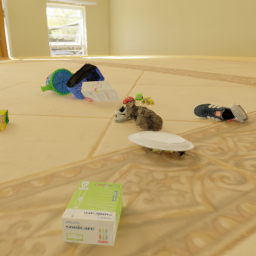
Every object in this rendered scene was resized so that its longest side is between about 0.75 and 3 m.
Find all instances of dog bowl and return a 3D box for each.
[{"bbox_3d":[4.950,-0.675,12.454,0.286,0.975,0.975,-39,-3,32],"label":"dog bowl"}]

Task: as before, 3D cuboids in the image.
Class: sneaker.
[{"bbox_3d":[3.933,-0.700,12.635,1.939,0.727,0.820,4,15,10],"label":"sneaker"},{"bbox_3d":[-0.066,-0.724,12.845,0.560,0.669,1.511,11,20,32],"label":"sneaker"}]

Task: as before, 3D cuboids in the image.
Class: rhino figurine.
[{"bbox_3d":[0.563,-0.515,11.734,1.241,0.848,2.838,26,8,-23],"label":"rhino figurine"}]

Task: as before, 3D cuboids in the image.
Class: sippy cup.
[{"bbox_3d":[-4.495,-2.961,18.131,2.195,1.724,1.609,11,-2,-37],"label":"sippy cup"}]

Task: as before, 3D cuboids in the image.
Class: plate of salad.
[{"bbox_3d":[1.080,0.534,9.371,2.211,0.531,2.211,7,11,-1],"label":"plate of salad"}]

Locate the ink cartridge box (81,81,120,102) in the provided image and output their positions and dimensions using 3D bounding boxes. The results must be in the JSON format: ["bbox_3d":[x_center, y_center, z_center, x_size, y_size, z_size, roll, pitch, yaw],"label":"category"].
[{"bbox_3d":[-1.448,-2.011,15.362,1.911,0.645,1.113,0,-25,14],"label":"ink cartridge box"}]

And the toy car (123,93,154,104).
[{"bbox_3d":[0.627,-1.738,16.180,1.769,0.395,1.665,2,19,4],"label":"toy car"}]

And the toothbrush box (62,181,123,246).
[{"bbox_3d":[-0.675,1.707,5.820,0.989,0.585,1.359,2,18,5],"label":"toothbrush box"}]

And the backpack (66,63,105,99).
[{"bbox_3d":[-2.537,-2.652,16.932,2.066,1.733,1.678,-41,29,-12],"label":"backpack"}]

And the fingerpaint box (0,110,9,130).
[{"bbox_3d":[-5.899,-0.287,11.654,1.577,0.579,1.316,-5,19,-13],"label":"fingerpaint box"}]
